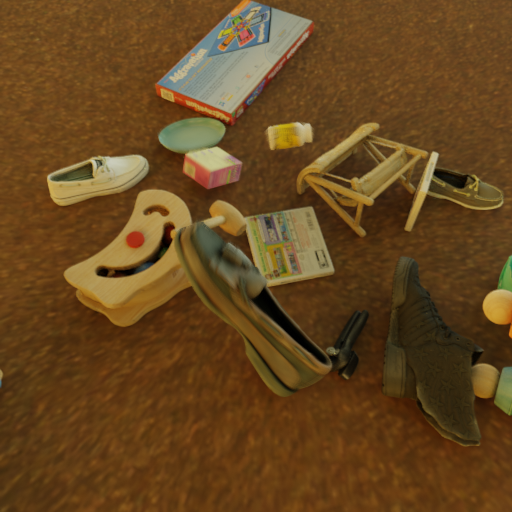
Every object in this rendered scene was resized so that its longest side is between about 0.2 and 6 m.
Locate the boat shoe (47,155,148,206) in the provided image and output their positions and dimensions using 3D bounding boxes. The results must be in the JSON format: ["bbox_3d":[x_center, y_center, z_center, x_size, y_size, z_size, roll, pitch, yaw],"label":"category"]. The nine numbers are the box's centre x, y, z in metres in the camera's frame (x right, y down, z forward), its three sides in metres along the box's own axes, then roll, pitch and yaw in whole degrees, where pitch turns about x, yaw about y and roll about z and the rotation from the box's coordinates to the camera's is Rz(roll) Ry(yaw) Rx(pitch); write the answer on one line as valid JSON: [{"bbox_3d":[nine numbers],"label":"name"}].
[{"bbox_3d":[-3.241,-1.676,11.584,2.105,0.703,0.774,-27,60,-17],"label":"boat shoe"}]

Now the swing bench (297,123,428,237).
[{"bbox_3d":[2.083,-1.677,11.306,1.816,1.184,1.826,-39,64,-23],"label":"swing bench"}]

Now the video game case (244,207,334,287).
[{"bbox_3d":[0.609,-0.199,10.836,1.419,0.172,1.558,-10,60,-8],"label":"video game case"}]

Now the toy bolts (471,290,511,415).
[{"bbox_3d":[4.329,1.542,9.116,1.437,1.979,2.072,15,89,25],"label":"toy bolts"}]

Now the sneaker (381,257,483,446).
[{"bbox_3d":[2.951,1.455,9.246,1.572,0.905,3.014,6,62,16],"label":"sneaker"}]

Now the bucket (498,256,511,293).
[{"bbox_3d":[4.983,0.516,10.016,1.230,0.800,1.230,0,55,0],"label":"bucket"}]

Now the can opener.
[{"bbox_3d":[1.573,1.468,9.662,0.432,0.536,1.363,-10,40,43],"label":"can opener"}]

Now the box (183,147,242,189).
[{"bbox_3d":[-0.908,-1.831,11.610,0.797,0.438,0.906,36,40,29],"label":"box"}]

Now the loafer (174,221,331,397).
[{"bbox_3d":[0.020,0.712,8.801,3.218,1.012,1.156,55,30,-10],"label":"loafer"}]

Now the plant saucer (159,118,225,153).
[{"bbox_3d":[-1.405,-2.636,12.368,1.462,0.200,1.462,-5,39,4],"label":"plant saucer"}]

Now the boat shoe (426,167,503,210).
[{"bbox_3d":[4.263,-1.409,11.521,1.687,0.504,0.603,16,57,11],"label":"boat shoe"}]

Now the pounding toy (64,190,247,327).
[{"bbox_3d":[-1.918,-0.365,9.970,3.169,1.818,1.812,-34,64,-18],"label":"pounding toy"}]

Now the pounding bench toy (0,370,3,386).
[{"bbox_3d":[-4.932,1.889,8.305,1.597,2.048,1.272,3,55,2],"label":"pounding bench toy"}]

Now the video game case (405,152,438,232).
[{"bbox_3d":[3.235,-1.242,10.979,0.143,1.205,1.096,19,57,11],"label":"video game case"}]

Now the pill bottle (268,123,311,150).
[{"bbox_3d":[0.722,-2.573,11.993,0.890,0.500,0.500,-8,55,2],"label":"pill bottle"}]

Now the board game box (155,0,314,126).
[{"bbox_3d":[-0.436,-4.986,14.056,2.140,0.404,4.157,26,59,15],"label":"board game box"}]
